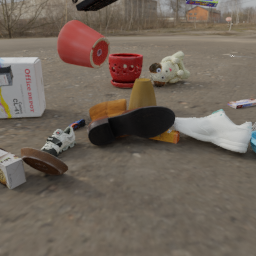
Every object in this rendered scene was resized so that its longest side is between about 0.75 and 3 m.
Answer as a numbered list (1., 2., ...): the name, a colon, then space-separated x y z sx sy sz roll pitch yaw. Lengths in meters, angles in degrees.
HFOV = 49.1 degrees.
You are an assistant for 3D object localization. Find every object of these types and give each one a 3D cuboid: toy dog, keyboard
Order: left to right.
1. keyboard: -0.895 -4.011 8.640 1.607 0.260 2.529 -11 9 -36
2. toy dog: 2.114 -3.273 15.880 2.272 1.635 2.343 -1 19 34

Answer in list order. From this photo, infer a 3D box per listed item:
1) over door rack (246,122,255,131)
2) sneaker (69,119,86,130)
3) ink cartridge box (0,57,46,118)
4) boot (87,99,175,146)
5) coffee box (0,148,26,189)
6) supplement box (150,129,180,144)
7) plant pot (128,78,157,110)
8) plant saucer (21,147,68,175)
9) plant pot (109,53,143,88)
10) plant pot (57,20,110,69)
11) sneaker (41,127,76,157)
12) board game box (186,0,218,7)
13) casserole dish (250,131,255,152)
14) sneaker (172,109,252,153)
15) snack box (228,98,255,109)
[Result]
1. over door rack: 4.510 0.039 9.475 1.084 0.361 0.801 11 26 24
2. sneaker: -1.820 -0.148 10.045 0.295 0.284 0.753 10 22 36
3. ink cartridge box: -4.911 -1.552 10.869 2.997 2.212 1.283 -3 23 -5
4. boot: -0.017 -0.423 9.786 2.824 1.027 3.000 -20 19 2
5. coffee box: -3.071 0.949 6.896 1.155 0.653 0.461 17 29 34
6. supplement box: 1.137 0.215 9.073 1.018 0.339 0.350 10 24 21
7. plant pot: 0.616 -1.375 11.640 1.221 1.310 1.221 -1 22 0
8. plant saucer: -2.053 0.856 6.778 1.222 1.222 0.210 8 60 18
9. plant pot: -0.119 -3.192 15.458 1.873 1.705 1.873 0 23 0
10. plant pot: -1.337 -2.559 8.903 1.241 1.402 1.402 27 33 25
11. sneaker: -2.137 0.406 8.189 0.579 0.691 1.562 12 27 23
12. board game box: 3.015 -5.374 11.306 1.235 0.830 0.277 8 -14 3
13. casserole dish: 4.871 0.543 8.008 2.892 0.561 1.752 -6 24 -12
14. sneaker: 2.540 -0.102 8.629 2.450 1.084 0.922 19 8 30
15. snack box: 5.144 -1.096 12.417 1.452 0.176 0.522 -10 25 -23
